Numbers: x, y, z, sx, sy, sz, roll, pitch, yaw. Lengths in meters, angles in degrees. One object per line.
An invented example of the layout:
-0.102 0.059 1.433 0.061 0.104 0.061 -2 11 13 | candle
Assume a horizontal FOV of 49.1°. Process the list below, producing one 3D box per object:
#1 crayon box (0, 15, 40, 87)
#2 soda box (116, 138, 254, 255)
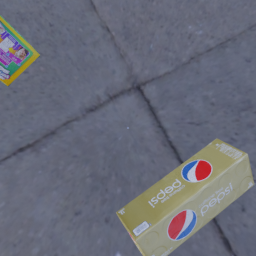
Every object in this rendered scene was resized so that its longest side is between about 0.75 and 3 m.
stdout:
-3.095 -1.979 6.341 1.115 1.877 0.547 -44 42 -1 | crayon box
1.047 1.229 4.916 2.371 0.759 0.803 -33 121 -12 | soda box
